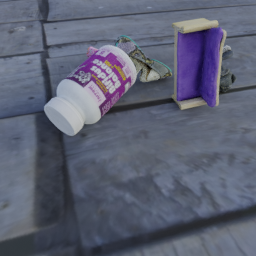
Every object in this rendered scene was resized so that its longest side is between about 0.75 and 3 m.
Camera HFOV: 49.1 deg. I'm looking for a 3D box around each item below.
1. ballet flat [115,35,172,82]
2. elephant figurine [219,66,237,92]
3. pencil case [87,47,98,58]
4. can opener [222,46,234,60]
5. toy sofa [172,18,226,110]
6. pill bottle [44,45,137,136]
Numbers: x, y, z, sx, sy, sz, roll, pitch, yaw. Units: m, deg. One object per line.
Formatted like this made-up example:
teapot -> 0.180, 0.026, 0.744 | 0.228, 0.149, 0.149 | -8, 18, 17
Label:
ballet flat -> 0.508, -2.230, 10.195 | 2.782, 1.001, 1.001 | 26, 25, -38
elephant figurine -> 3.579, -1.880, 10.212 | 0.785, 0.716, 1.011 | 27, 82, 25
pencil case -> -1.233, -3.037, 11.597 | 0.512, 0.512, 1.171 | -30, 41, -29
can opener -> 3.388, -2.680, 10.937 | 1.426, 0.375, 0.474 | -31, 34, 33
toy sofa -> 2.151, -1.949, 8.948 | 1.147, 2.770, 1.352 | -12, 35, -10
pill bottle -> -1.161, -1.167, 8.811 | 1.636, 1.636, 2.914 | 26, 60, 26
